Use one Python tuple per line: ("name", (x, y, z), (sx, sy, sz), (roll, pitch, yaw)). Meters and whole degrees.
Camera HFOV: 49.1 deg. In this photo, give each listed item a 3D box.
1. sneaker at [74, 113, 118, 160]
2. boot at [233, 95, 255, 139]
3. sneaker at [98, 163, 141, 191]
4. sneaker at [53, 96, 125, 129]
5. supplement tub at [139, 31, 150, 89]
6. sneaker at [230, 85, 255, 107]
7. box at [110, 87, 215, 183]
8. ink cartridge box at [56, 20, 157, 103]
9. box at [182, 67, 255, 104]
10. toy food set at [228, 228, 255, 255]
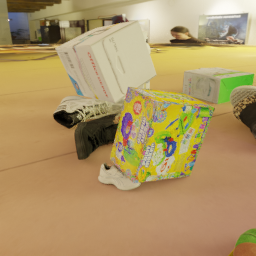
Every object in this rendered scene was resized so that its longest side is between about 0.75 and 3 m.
("sneaker", (-0.689, 0.130, 6.951), (1.118, 0.644, 2.143), (-7, 18, -5))
("boot", (4.397, -0.216, 7.370), (2.853, 1.044, 2.148), (-8, 23, 0))
("sneaker", (-0.174, 0.905, 5.255), (0.881, 0.384, 0.328), (10, 20, 22))
("sneaker", (-1.087, -0.419, 8.429), (2.434, 0.919, 1.401), (-4, 28, 12))
("supplement tub", (-0.103, -2.275, 10.576), (1.893, 2.622, 1.893), (0, 20, 0))
("sneaker", (4.732, -0.825, 9.026), (2.673, 1.006, 1.397), (16, 28, 24))
("box", (0.617, 0.116, 5.254), (1.426, 1.480, 0.903), (1, 23, -36))
("ink cartridge box", (-0.669, -1.923, 8.140), (1.646, 1.654, 2.255), (-36, 30, -24))
("box", (3.746, -1.872, 11.737), (2.198, 1.063, 1.939), (-14, 24, -33))
("toy food set", (1.652, 1.566, 3.173), (1.051, 0.584, 1.787), (18, 27, 40))
